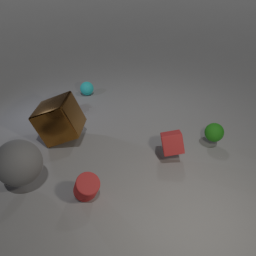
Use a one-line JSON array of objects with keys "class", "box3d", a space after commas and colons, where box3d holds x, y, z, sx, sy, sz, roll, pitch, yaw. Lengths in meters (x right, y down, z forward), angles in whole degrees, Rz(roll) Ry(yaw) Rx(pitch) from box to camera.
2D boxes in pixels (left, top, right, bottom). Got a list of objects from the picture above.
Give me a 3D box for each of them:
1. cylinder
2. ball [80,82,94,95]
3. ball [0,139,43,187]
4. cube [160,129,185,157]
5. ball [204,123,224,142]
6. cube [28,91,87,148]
[{"class": "cylinder", "box3d": [-1.205, 1.715, 8.130, 0.700, 0.700, 0.700, 8, 58, -13]}, {"class": "ball", "box3d": [-2.158, -2.076, 14.697, 0.700, 0.700, 0.700, 0, 31, 0]}, {"class": "ball", "box3d": [-3.251, 1.036, 8.322, 1.400, 1.400, 1.400, 0, 31, 0]}, {"class": "cube", "box3d": [1.522, 0.508, 9.638, 0.700, 0.700, 0.700, -10, 11, 5]}, {"class": "ball", "box3d": [3.191, 0.162, 10.363, 0.700, 0.700, 0.700, 0, 31, 0]}, {"class": "cube", "box3d": [-2.611, -0.334, 10.645, 1.400, 1.400, 1.400, -17, 29, 16]}]
